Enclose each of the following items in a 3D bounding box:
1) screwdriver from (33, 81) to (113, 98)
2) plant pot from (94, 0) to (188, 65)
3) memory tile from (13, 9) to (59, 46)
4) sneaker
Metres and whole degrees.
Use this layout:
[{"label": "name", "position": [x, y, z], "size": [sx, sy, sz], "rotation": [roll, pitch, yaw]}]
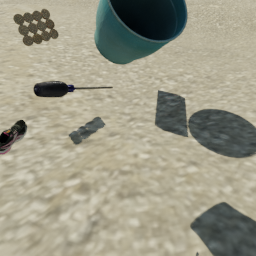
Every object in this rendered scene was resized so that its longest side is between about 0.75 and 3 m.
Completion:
[{"label": "screwdriver", "position": [-0.885, -0.706, 5.031], "size": [0.281, 0.270, 1.933], "rotation": [-7, 4, 30]}, {"label": "plant pot", "position": [0.079, -2.197, 5.919], "size": [1.728, 1.624, 1.728], "rotation": [6, 74, -23]}, {"label": "memory tile", "position": [-2.933, -3.247, 9.033], "size": [0.113, 1.034, 1.349], "rotation": [-9, 19, 46]}, {"label": "sneaker", "position": [-2.112, 0.126, 5.070], "size": [0.304, 0.327, 0.757], "rotation": [24, 58, 5]}]
